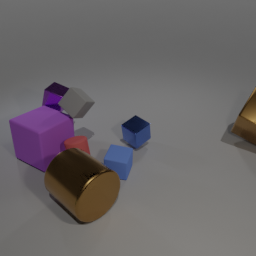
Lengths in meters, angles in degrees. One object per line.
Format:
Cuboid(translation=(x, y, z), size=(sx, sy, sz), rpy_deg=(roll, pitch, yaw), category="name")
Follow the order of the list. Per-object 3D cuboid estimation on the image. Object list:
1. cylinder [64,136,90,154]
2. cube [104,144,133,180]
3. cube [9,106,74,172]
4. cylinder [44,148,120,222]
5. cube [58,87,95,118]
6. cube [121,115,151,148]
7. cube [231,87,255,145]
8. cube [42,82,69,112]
Cuboid(translation=(-1.534, 0.678, 8.543), size=(0.700, 0.700, 0.700), rpy_deg=(-8, 18, 3), category="cylinder")
Cuboid(translation=(-0.279, 1.014, 8.359), size=(0.700, 0.700, 0.700), rpy_deg=(10, 37, 12), category="cube")
Cuboid(translation=(-2.698, 0.289, 8.998), size=(1.400, 1.400, 1.400), rpy_deg=(19, 33, 28), category="cube")
Cuboid(translation=(-1.154, 1.402, 7.100), size=(1.400, 1.400, 1.400), rpy_deg=(26, 39, 37), category="cylinder")
Cuboid(translation=(-1.610, -0.787, 8.825), size=(0.700, 0.700, 0.700), rpy_deg=(43, 13, 10), category="cube")
Cuboid(translation=(0.281, 0.123, 9.527), size=(0.700, 0.700, 0.700), rpy_deg=(-35, 49, -27), category="cube")
Cuboid(translation=(4.513, -0.335, 9.334), size=(1.400, 1.400, 1.400), rpy_deg=(31, 75, 20), category="cube")
Cuboid(translation=(-2.449, -1.047, 9.667), size=(0.700, 0.700, 0.700), rpy_deg=(23, 34, 3), category="cube")
